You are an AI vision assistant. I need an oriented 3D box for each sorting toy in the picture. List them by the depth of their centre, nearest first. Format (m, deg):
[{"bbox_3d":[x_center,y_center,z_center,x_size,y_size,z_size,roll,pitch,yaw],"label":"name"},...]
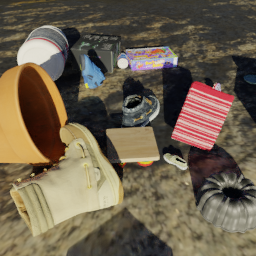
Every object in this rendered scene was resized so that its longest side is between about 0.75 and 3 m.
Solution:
[{"bbox_3d":[0.098,0.597,8.206,1.411,0.491,1.402,-3,36,-4],"label":"sorting toy"}]

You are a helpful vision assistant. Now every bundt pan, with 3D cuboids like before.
[{"bbox_3d":[2.452,1.633,6.677,1.607,0.603,1.607,1,36,0],"label":"bundt pan"}]

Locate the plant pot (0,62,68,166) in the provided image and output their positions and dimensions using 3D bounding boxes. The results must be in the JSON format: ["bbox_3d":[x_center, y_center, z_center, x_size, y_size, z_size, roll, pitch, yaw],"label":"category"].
[{"bbox_3d":[-3.080,-0.204,7.691,1.940,2.772,2.772,-13,34,9],"label":"plant pot"}]

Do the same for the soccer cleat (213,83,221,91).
[{"bbox_3d":[3.487,-1.344,11.045,0.507,0.442,1.327,31,42,8],"label":"soccer cleat"}]

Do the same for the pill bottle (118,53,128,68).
[{"bbox_3d":[-0.255,-3.306,13.644,0.509,0.509,0.907,-1,35,-2],"label":"pill bottle"}]

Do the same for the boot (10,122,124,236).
[{"bbox_3d":[-1.777,1.074,7.006,2.317,1.085,2.981,-17,46,-27],"label":"boot"}]

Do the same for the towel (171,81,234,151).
[{"bbox_3d":[2.170,-0.329,8.204,1.300,1.797,0.202,19,14,-2],"label":"towel"}]

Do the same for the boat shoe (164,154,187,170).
[{"bbox_3d":[1.364,0.901,7.997,0.784,0.243,0.282,28,44,33],"label":"boat shoe"}]

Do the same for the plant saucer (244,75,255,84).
[{"bbox_3d":[5.514,-2.128,12.346,0.807,0.111,0.807,1,36,0],"label":"plant saucer"}]

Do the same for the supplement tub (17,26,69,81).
[{"bbox_3d":[-3.676,-3.365,12.519,1.897,1.897,2.704,-2,36,-3],"label":"supplement tub"}]

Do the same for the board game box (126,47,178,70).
[{"bbox_3d":[1.134,-3.460,13.865,2.240,0.501,1.506,-7,36,-10],"label":"board game box"}]

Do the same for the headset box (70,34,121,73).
[{"bbox_3d":[-1.518,-3.632,13.615,1.996,1.063,2.292,5,36,6],"label":"headset box"}]

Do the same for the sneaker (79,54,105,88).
[{"bbox_3d":[-1.351,-2.193,10.727,0.880,2.245,0.740,-8,75,-3],"label":"sneaker"}]

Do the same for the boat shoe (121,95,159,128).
[{"bbox_3d":[0.504,-0.766,9.604,0.839,1.076,2.371,15,38,19],"label":"boat shoe"}]
